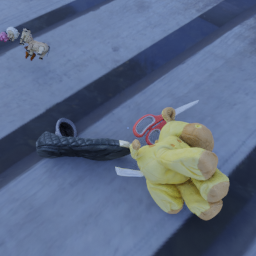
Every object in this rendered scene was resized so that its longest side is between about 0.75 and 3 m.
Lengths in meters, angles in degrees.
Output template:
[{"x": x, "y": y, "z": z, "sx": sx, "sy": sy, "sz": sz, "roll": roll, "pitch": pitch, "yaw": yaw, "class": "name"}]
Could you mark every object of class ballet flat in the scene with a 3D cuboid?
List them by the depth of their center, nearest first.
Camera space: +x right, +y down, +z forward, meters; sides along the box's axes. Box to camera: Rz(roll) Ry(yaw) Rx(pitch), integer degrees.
[{"x": -1.256, "y": 0.446, "z": 8.036, "sx": 2.804, "sy": 0.932, "sz": 0.796, "roll": 3, "pitch": 54, "yaw": 1, "class": "ballet flat"}]

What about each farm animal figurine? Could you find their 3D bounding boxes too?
[{"x": -3.658, "y": -3.156, "z": 10.054, "sx": 1.210, "sy": 1.498, "sz": 0.753, "roll": 7, "pitch": 70, "yaw": 34, "class": "farm animal figurine"}]

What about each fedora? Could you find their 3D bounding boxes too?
[{"x": -1.951, "y": 0.145, "z": 8.544, "sx": 0.727, "sy": 0.371, "sz": 0.823, "roll": 21, "pitch": 45, "yaw": -41, "class": "fedora"}]

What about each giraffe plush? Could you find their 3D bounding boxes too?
[{"x": 1.345, "y": 0.686, "z": 7.217, "sx": 2.677, "sy": 2.310, "sz": 2.171, "roll": 17, "pitch": 42, "yaw": 21, "class": "giraffe plush"}]

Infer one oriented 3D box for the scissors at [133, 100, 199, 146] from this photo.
[{"x": 1.211, "y": -0.427, "z": 8.636, "sx": 0.955, "sy": 0.182, "sz": 2.610, "roll": 45, "pitch": 64, "yaw": 3, "class": "scissors"}]
